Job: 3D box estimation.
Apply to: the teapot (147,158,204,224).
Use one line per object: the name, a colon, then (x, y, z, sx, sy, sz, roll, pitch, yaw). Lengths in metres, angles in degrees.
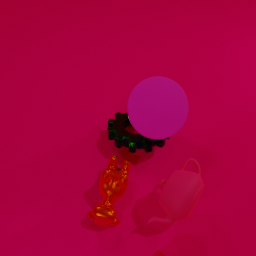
teapot: (1.016, 1.384, 5.817, 0.828, 1.051, 1.691, 27, 78, 24)

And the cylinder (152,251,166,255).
cylinder: (0.540, 2.898, 5.377, 0.735, 0.735, 0.735, -32, 60, -21)

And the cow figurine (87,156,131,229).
cow figurine: (-0.392, 1.483, 6.371, 0.757, 1.357, 1.380, 16, 22, 2)

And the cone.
cone: (0.592, -0.497, 7.121, 1.443, 1.449, 1.443, 0, 93, -8)

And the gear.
gear: (0.282, 0.021, 7.386, 1.635, 0.302, 1.635, 0, 35, 0)
